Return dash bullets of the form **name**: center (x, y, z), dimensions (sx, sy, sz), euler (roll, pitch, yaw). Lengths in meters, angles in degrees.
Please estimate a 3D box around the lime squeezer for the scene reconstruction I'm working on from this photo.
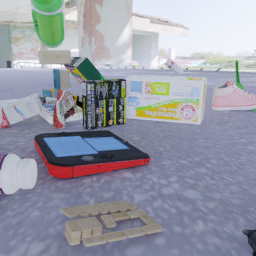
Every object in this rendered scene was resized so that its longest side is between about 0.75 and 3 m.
- **lime squeezer**: center (5.026, -1.671, 12.486), dimensions (0.539, 1.009, 2.858), euler (-11, 55, 12)

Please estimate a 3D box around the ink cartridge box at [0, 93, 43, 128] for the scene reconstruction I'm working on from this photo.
- **ink cartridge box**: center (-3.541, -0.591, 9.181), dimensions (1.361, 0.564, 0.992), euler (-22, 19, -7)

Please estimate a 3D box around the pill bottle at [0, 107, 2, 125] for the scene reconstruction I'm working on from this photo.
- **pill bottle**: center (-3.771, 0.004, 5.664), dimensions (1.631, 1.631, 2.905), euler (0, 15, 0)

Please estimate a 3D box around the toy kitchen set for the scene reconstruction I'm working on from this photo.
- **toy kitchen set**: center (-3.767, -2.496, 13.474), dimensions (1.419, 2.408, 1.929), euler (-12, 19, -38)

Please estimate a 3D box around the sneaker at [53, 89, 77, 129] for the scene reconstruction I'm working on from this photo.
- **sneaker**: center (-2.038, -0.652, 9.217), dimensions (0.732, 0.693, 1.781), euler (11, 41, -11)

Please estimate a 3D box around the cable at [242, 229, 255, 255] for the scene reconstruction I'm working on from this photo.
- **cable**: center (2.338, 1.377, 2.686), dimensions (2.102, 0.534, 1.715), euler (0, 15, -4)

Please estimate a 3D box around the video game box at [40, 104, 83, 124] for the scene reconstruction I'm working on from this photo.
- **video game box**: center (-2.386, -0.572, 10.062), dimensions (1.385, 0.324, 1.262), euler (-11, 29, -36)

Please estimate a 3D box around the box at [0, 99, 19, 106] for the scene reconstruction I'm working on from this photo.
- **box**: center (-4.462, -0.824, 10.929), dimensions (0.759, 0.496, 0.755), euler (-13, 20, -41)

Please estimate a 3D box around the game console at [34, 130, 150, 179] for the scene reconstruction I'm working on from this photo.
- **game console**: center (-0.936, 0.457, 6.435), dimensions (2.112, 0.371, 2.388), euler (-7, 17, -25)

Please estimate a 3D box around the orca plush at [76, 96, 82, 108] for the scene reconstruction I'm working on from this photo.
- **orca plush**: center (-2.055, -0.958, 11.175), dimensions (0.930, 0.629, 1.768), euler (-13, 20, -40)

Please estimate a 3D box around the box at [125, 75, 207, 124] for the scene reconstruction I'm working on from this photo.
- **box**: center (1.349, -1.066, 9.889), dimensions (2.658, 1.495, 1.347), euler (5, 16, 18)

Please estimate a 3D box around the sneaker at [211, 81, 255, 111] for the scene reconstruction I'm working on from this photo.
- **sneaker**: center (4.490, -1.359, 11.327), dimensions (2.159, 1.129, 0.813), euler (-4, 23, 7)

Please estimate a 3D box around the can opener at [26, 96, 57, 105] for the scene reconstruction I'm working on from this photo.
- **can opener**: center (-3.493, -0.970, 11.326), dimensions (2.181, 0.574, 0.725), euler (12, 21, 38)

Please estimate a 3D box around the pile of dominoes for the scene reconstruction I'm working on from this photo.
- **pile of dominoes**: center (-0.261, 1.313, 3.828), dimensions (1.181, 0.188, 0.921), euler (1, 12, -29)

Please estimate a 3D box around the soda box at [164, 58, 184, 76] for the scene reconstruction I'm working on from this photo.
- **soda box**: center (2.026, -2.684, 12.359), dimensions (0.286, 0.841, 0.268), euler (-51, 2, -25)

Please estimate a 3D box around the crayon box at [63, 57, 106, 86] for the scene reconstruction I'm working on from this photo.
- **crayon box**: center (-1.862, -2.378, 13.600), dimensions (0.755, 2.234, 2.590), euler (-47, 28, -7)

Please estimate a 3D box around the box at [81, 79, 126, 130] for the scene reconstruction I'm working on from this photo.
- **box**: center (-0.727, -0.771, 8.824), dimensions (1.441, 1.492, 0.354), euler (-12, 21, -34)

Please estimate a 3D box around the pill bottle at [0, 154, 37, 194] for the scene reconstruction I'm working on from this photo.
- **pill bottle**: center (-2.188, 0.765, 4.678), dimensions (1.200, 0.674, 0.674), euler (-1, 15, 0)

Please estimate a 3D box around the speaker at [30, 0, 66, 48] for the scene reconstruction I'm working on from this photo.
- **speaker**: center (-2.292, -3.193, 8.188), dimensions (0.932, 0.932, 2.107), euler (-3, -12, -12)
